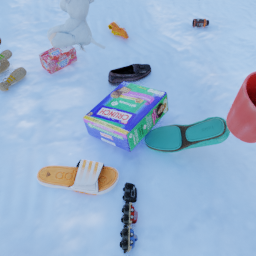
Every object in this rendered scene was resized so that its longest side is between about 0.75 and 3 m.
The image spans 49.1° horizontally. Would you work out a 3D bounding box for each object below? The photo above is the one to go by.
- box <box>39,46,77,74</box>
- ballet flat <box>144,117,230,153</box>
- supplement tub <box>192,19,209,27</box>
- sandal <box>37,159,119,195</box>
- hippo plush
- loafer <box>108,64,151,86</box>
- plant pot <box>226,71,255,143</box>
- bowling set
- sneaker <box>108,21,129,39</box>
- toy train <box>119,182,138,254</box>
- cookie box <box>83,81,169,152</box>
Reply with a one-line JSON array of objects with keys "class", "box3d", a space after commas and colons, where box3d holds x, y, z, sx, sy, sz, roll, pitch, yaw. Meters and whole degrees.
[{"class": "box", "box3d": [-3.085, -3.127, 12.447, 1.486, 0.709, 0.741, -36, 60, -26]}, {"class": "ballet flat", "box3d": [1.978, 0.347, 9.319, 2.920, 1.028, 0.983, -13, 65, 33]}, {"class": "supplement tub", "box3d": [3.775, -5.443, 14.510, 0.812, 0.434, 0.434, 0, 51, 0]}, {"class": "sandal", "box3d": [-1.611, 1.454, 8.712, 2.635, 0.755, 1.010, 2, 51, 1]}, {"class": "hippo plush", "box3d": [-2.053, -3.867, 10.038, 1.713, 1.730, 2.151, -19, 40, -26]}, {"class": "loafer", "box3d": [0.110, -2.374, 11.883, 2.036, 0.641, 0.732, -21, 54, -16]}, {"class": "plant pot", "box3d": [3.315, -0.405, 7.069, 1.582, 1.400, 1.582, 5, 59, -8]}, {"class": "bowling set", "box3d": [-5.723, -2.851, 11.606, 2.616, 1.821, 1.404, 23, 56, 22]}, {"class": "sneaker", "box3d": [-0.474, -4.805, 14.022, 0.587, 0.555, 1.522, -39, 53, -6]}, {"class": "toy train", "box3d": [0.053, 2.548, 8.119, 0.477, 0.355, 2.082, 10, 50, -8]}, {"class": "cookie box", "box3d": [-0.041, -0.501, 9.934, 2.040, 0.896, 2.385, 20, 53, 34]}]
